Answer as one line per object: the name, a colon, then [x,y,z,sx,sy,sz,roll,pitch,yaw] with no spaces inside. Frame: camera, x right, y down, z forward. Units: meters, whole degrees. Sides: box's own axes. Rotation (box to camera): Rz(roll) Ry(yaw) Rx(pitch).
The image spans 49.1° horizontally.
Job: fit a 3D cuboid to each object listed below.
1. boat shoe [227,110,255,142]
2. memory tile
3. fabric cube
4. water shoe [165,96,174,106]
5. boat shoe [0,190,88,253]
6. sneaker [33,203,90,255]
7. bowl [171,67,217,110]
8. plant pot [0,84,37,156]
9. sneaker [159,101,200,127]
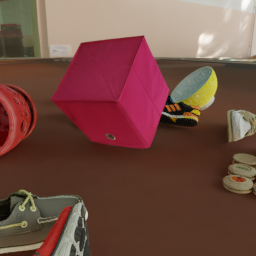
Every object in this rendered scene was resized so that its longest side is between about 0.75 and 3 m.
boat shoe: [3.579,-0.163,8.788,0.820,0.896,2.398,2,16,24]
memory tile: [3.369,1.117,5.939,2.414,0.203,1.851,10,20,29]
fabric cube: [-0.355,-0.920,7.667,2.079,2.112,2.119,5,61,29]
water shoe: [1.502,-0.826,10.757,2.112,0.833,0.755,22,31,40]
boat shoe: [-1.767,1.386,4.273,2.360,0.705,0.843,-8,19,-23]
sneaker: [-1.075,1.677,3.014,1.105,1.002,2.603,-3,17,8]
bowl: [2.993,-1.462,11.950,2.165,1.165,2.165,-39,20,17]
plant pot: [-3.597,-0.264,7.608,1.954,1.954,1.779,2,9,5]
sneaker: [1.645,-0.589,9.946,1.832,0.641,0.824,12,60,24]
